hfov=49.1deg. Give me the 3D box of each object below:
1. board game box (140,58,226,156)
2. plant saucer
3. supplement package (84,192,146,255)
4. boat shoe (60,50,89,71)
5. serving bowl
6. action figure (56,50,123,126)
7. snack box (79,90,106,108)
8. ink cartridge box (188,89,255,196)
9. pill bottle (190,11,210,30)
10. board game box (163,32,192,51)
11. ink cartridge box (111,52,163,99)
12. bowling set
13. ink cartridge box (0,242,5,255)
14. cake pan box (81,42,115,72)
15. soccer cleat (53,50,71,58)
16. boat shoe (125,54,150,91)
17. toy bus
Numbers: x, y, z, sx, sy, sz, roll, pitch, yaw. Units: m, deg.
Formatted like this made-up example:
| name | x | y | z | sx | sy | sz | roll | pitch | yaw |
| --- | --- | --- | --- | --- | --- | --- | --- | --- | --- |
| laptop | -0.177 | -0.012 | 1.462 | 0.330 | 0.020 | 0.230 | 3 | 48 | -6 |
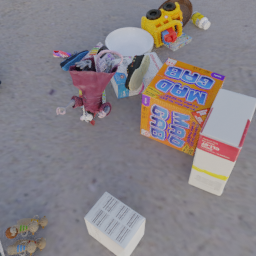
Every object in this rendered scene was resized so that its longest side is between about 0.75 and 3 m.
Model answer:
| name | x | y | z | sx | sy | sz | roll | pitch | yaw |
| --- | --- | --- | --- | --- | --- | --- | --- | --- | --- |
| board game box | 1.950 | -0.805 | 10.403 | 2.229 | 2.227 | 2.228 | 23 | 55 | 17 |
| plant saucer | 2.490 | -6.038 | 15.207 | 2.224 | 0.407 | 2.224 | -9 | 72 | 28 |
| supplement package | -0.352 | 2.846 | 8.082 | 1.394 | 1.333 | 1.026 | 29 | 57 | 21 |
| boat shoe | -2.568 | -3.377 | 13.475 | 1.603 | 0.675 | 0.550 | -33 | 57 | -26 |
| serving bowl | 0.076 | -3.994 | 13.871 | 2.364 | 0.777 | 2.364 | -1 | 51 | 1 |
| action figure | -1.412 | -1.338 | 10.484 | 1.908 | 2.848 | 2.121 | 17 | 45 | 6 |
| snack box | -1.540 | -1.511 | 12.115 | 1.106 | 0.444 | 1.312 | -4 | 53 | -2 |
| ink cartridge box | 2.940 | 0.540 | 8.967 | 1.187 | 2.846 | 2.066 | 20 | 54 | 19 |
| pill bottle | 4.021 | -5.931 | 15.524 | 0.619 | 0.619 | 1.112 | -26 | 57 | -19 |
| board game box | 2.567 | -4.588 | 14.700 | 1.342 | 0.230 | 0.902 | -33 | 59 | -23 |
| ink cartridge box | 0.397 | -2.371 | 12.467 | 2.261 | 0.957 | 1.634 | -14 | 54 | -9 |
| bowling set | -2.877 | 3.202 | 7.953 | 0.924 | 1.198 | 1.721 | -4 | 55 | -5 |
| ink cartridge box | -4.229 | 4.021 | 7.282 | 1.935 | 1.117 | 2.660 | -24 | 55 | -18 |
| cake pan box | -1.403 | -3.222 | 13.169 | 1.379 | 0.361 | 1.270 | -41 | 60 | 7 |
| soccer cleat | -3.279 | -3.695 | 13.927 | 0.900 | 0.329 | 0.307 | 3 | 52 | 2 |
| boat shoe | 0.287 | -2.229 | 11.290 | 0.651 | 0.760 | 2.077 | 6 | 49 | 22 |
| toy bus | 2.033 | -5.061 | 14.120 | 2.152 | 1.460 | 2.065 | -28 | 55 | -7 |
